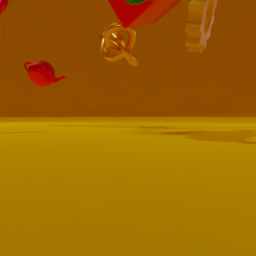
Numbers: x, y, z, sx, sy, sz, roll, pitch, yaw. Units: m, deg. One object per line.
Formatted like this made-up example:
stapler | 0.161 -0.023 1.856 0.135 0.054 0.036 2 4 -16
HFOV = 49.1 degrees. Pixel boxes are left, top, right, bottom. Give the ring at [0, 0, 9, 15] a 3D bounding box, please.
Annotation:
ring | -3.454 -2.967 6.222 1.494 1.494 0.299 -1 -21 -16

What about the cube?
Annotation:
cube | 0.387 -3.192 6.049 1.362 1.362 1.362 -29 3 44

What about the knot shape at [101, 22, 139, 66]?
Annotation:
knot shape | -0.332 -2.599 8.808 1.426 1.524 0.704 15 55 43

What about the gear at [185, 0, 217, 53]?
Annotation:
gear | 1.684 -2.580 6.344 0.303 1.637 1.637 15 8 21

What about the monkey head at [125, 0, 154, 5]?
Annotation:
monkey head | 0.335 -2.573 4.706 1.006 0.842 1.398 1 -5 -9

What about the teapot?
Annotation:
teapot | -3.083 -2.028 10.337 1.622 0.794 1.008 24 -37 -3
